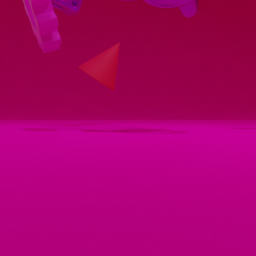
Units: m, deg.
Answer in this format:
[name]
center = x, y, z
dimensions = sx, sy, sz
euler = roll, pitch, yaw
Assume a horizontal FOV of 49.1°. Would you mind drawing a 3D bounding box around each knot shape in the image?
[knot shape]
center = 0.335, -2.239, 4.016
dimensions = 1.856, 0.916, 1.983
euler = 11, 22, -7

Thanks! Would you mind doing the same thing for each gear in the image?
[gear]
center = -1.532, -2.087, 4.668
dimensions = 0.292, 1.576, 1.576
euler = -21, 7, -16

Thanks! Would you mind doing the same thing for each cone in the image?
[cone]
center = -0.767, -2.526, 10.596
dimensions = 1.614, 1.620, 1.614
euler = 33, 6, -4

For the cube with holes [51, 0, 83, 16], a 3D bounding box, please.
[cube with holes]
center = -1.785, -3.896, 7.707
dimensions = 1.095, 1.095, 1.095
euler = 19, 8, -25
